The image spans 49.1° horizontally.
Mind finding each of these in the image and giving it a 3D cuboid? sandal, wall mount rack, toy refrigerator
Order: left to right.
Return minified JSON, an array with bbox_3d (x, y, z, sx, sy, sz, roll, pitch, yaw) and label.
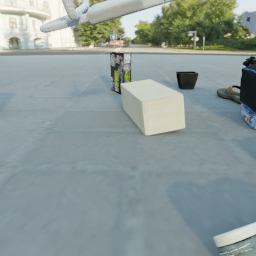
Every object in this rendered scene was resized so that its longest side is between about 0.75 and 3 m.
[{"bbox_3d":[0.051,-1.957,3.304,2.476,0.923,2.151,-14,30,6],"label":"wall mount rack"},{"bbox_3d":[0.626,-0.714,8.551,1.130,1.042,2.977,-11,19,-10],"label":"toy refrigerator"},{"bbox_3d":[4.407,-1.440,11.473,0.881,0.588,2.155,-2,18,-6],"label":"sandal"}]

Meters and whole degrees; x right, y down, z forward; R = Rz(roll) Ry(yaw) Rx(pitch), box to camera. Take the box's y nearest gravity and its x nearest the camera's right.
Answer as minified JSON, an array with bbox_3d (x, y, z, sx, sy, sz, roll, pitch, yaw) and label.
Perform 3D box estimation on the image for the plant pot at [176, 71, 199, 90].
[{"bbox_3d":[2.937,-2.382,14.065,0.927,0.822,0.925,0,17,-3],"label":"plant pot"}]

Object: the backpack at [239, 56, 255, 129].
[{"bbox_3d":[4.851,-1.006,7.926,2.820,1.897,2.575,1,18,6],"label":"backpack"}]

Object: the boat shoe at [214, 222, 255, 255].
[{"bbox_3d":[1.776,1.313,3.219,1.771,0.645,0.547,-2,60,-28],"label":"boat shoe"}]

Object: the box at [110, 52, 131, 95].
[{"bbox_3d":[-0.344,-2.518,12.803,0.410,1.850,1.482,-8,20,-25],"label":"box"}]

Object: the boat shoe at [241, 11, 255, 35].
[{"bbox_3d":[2.517,-2.052,5.395,0.332,0.403,1.174,7,30,1],"label":"boat shoe"}]
